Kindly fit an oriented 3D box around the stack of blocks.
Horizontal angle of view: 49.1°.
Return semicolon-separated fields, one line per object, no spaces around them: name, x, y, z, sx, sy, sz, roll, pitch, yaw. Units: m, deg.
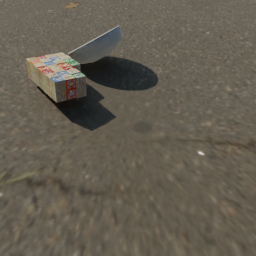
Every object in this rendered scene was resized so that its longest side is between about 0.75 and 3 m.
stack of blocks;-2.223;-1.720;9.145;1.350;0.687;2.345;-19;39;-31

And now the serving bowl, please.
serving bowl;-1.154;-3.053;10.722;2.239;0.736;2.239;-25;20;10
